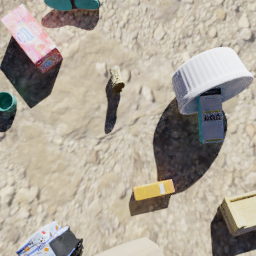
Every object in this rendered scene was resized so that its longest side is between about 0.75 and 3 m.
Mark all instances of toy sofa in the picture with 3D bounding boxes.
[{"bbox_3d":[4.846,2.899,10.159,2.785,1.359,1.153,-15,57,-2],"label":"toy sofa"}]

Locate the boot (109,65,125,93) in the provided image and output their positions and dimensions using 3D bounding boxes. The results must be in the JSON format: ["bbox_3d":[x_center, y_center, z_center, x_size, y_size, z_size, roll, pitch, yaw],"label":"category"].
[{"bbox_3d":[-0.427,-1.931,10.666,0.464,1.275,0.991,-9,84,-5],"label":"boot"}]

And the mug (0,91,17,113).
[{"bbox_3d":[-4.800,-1.008,10.903,0.930,0.575,0.764,18,82,3],"label":"mug"}]

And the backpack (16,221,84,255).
[{"bbox_3d":[-2.814,4.302,9.439,1.657,2.151,2.049,44,89,12],"label":"backpack"}]

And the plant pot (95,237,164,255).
[{"bbox_3d":[0.260,5.123,9.077,2.383,2.689,2.692,-29,82,-14],"label":"plant pot"}]

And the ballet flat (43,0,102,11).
[{"bbox_3d":[-2.237,-5.295,11.538,2.380,0.827,0.827,6,81,-1],"label":"ballet flat"}]

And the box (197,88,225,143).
[{"bbox_3d":[3.122,-0.472,10.652,0.836,0.500,2.033,-5,93,-2],"label":"box"}]

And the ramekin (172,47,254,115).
[{"bbox_3d":[2.875,-1.654,10.004,2.703,2.703,1.318,-19,75,-3],"label":"ramekin"}]

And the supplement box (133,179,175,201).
[{"bbox_3d":[0.943,2.308,10.447,1.477,0.491,0.508,-14,81,-3],"label":"supplement box"}]

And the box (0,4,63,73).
[{"bbox_3d":[-3.722,-3.462,10.977,1.073,1.164,2.268,-38,84,-5],"label":"box"}]
